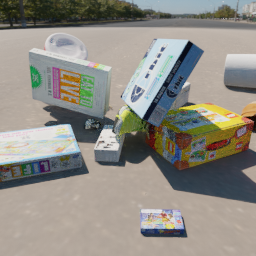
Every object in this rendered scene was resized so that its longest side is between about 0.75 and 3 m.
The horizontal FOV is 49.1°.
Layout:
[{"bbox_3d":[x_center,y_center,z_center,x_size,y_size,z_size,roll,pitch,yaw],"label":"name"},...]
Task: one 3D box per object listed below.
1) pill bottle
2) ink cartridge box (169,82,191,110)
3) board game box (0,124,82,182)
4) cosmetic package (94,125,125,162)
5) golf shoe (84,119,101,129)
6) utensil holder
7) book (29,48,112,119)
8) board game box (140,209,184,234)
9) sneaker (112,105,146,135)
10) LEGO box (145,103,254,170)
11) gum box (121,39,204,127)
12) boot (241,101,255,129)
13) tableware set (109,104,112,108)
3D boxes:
[{"bbox_3d":[-2.697,-2.154,10.919,1.561,2.741,1.561,15,54,-20],"label":"pill bottle"},{"bbox_3d":[1.415,-1.529,12.029,2.106,0.882,1.519,15,29,30],"label":"ink cartridge box"},{"bbox_3d":[-2.882,0.646,7.740,2.881,0.493,1.937,-8,26,-17],"label":"board game box"},{"bbox_3d":[-0.511,0.408,8.360,0.683,0.419,1.654,3,25,4],"label":"cosmetic package"},{"bbox_3d":[-1.206,-0.129,9.584,0.397,0.327,0.840,20,21,17],"label":"golf shoe"},{"bbox_3d":[5.939,-2.869,14.064,1.991,1.692,1.692,8,26,22],"label":"utensil holder"},{"bbox_3d":[-1.971,-1.543,9.583,2.736,1.828,0.658,15,39,7],"label":"book"},{"bbox_3d":[0.654,1.841,5.547,0.829,0.143,0.561,1,25,2],"label":"board game box"},{"bbox_3d":[0.253,-0.243,8.620,0.833,0.822,2.180,26,25,19],"label":"sneaker"},{"bbox_3d":[2.042,0.119,8.314,2.503,0.966,1.864,-12,27,-24],"label":"LEGO box"},{"bbox_3d":[0.778,-1.392,7.772,0.557,2.126,2.502,27,9,-21],"label":"gum box"},{"bbox_3d":[5.112,-0.378,9.671,2.271,0.837,1.757,4,22,35],"label":"boot"},{"bbox_3d":[-1.188,-0.993,11.681,0.761,0.231,1.152,1,28,-27],"label":"tableware set"}]
